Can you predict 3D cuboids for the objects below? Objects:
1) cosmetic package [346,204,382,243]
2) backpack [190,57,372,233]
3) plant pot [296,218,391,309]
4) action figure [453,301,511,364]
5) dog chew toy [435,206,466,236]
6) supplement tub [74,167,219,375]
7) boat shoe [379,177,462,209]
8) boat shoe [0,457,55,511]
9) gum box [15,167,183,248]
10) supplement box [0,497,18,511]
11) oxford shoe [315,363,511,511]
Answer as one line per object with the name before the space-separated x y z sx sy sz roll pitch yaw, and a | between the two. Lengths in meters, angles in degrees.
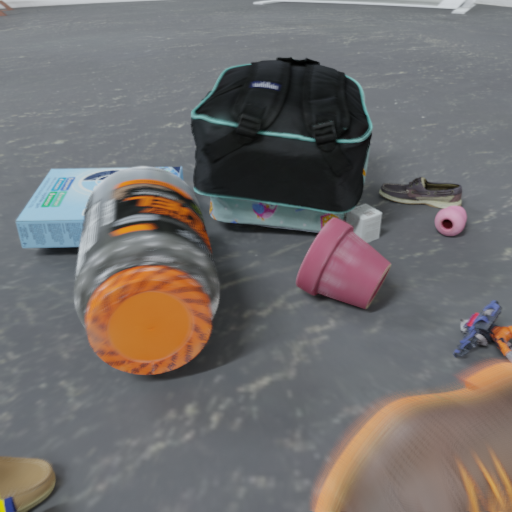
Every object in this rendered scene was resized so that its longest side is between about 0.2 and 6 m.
cosmetic package | 1.910 -0.563 10.000 0.449 0.537 0.447 -19 36 -27
backpack | 0.516 -2.194 10.507 3.126 2.726 3.556 5 43 4
plant pot | 1.345 0.195 8.320 1.075 1.201 1.201 30 40 17
action figure | 3.110 1.153 7.459 1.033 0.540 0.999 -41 37 -14
dog chew toy | 3.609 -0.686 10.266 0.523 0.523 0.840 19 30 28
supplement tub | -1.506 0.101 7.709 1.822 1.822 2.974 -6 32 -10
boat shoe | 3.307 -1.328 11.243 1.615 0.523 0.581 12 34 19
boat shoe | -2.760 2.129 5.252 1.753 0.565 0.625 4 23 -36
gum box | -2.685 -0.946 10.177 2.569 0.572 2.182 -1 32 -2
supplement box | -2.537 2.656 4.768 1.073 0.588 0.584 -14 34 -24
oxford shoe | 2.003 1.884 5.132 3.321 1.184 1.211 -20 12 -29
